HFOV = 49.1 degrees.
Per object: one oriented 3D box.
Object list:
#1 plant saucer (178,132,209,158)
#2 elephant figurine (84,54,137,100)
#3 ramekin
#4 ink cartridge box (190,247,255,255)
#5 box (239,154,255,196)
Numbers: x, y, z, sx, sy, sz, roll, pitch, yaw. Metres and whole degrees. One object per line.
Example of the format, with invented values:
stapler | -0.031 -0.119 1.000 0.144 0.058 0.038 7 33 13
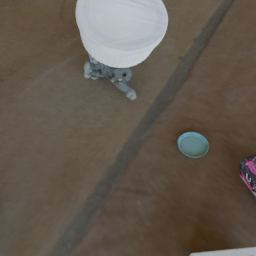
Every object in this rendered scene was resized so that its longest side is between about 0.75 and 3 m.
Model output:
plant saucer | 1.855 0.495 8.008 0.883 0.121 0.883 0 52 -1
elephant figurine | -0.411 -1.963 9.443 1.922 1.491 1.360 18 12 1
ramekin | -0.211 -2.740 7.570 2.412 1.123 2.412 4 70 -10
ink cartridge box | 1.989 3.363 5.257 1.391 0.816 1.900 -5 53 -4
box | 3.422 1.288 6.719 0.886 0.769 1.340 -24 44 0
